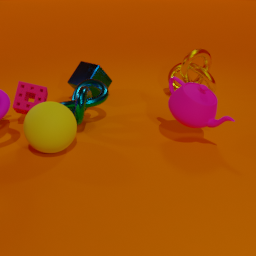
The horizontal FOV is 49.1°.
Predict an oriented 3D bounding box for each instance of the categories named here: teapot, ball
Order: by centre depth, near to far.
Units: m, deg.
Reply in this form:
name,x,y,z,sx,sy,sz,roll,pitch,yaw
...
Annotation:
name,x,y,z,sx,sy,sz,roll,pitch,yaw
ball,-1.816,-0.016,6.577,1.207,1.207,1.207,0,27,0
teapot,1.678,-0.583,6.794,1.212,0.954,1.949,-20,56,-39

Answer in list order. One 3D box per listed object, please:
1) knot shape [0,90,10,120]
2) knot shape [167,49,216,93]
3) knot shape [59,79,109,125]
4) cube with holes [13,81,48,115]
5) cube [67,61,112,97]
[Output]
name,x,y,z,sx,sy,sz,roll,pitch,yaw
knot shape,-3.390,-0.814,6.412,1.503,0.694,1.406,33,26,-17
knot shape,2.352,-1.732,9.688,1.617,1.728,0.798,42,33,-6
knot shape,-1.239,-0.805,7.873,1.541,0.761,1.647,-47,21,-23
cube with holes,-2.750,-0.787,7.965,0.754,0.754,0.754,12,-11,-12
cube,-1.276,-1.567,9.472,0.918,0.918,0.918,21,75,35
